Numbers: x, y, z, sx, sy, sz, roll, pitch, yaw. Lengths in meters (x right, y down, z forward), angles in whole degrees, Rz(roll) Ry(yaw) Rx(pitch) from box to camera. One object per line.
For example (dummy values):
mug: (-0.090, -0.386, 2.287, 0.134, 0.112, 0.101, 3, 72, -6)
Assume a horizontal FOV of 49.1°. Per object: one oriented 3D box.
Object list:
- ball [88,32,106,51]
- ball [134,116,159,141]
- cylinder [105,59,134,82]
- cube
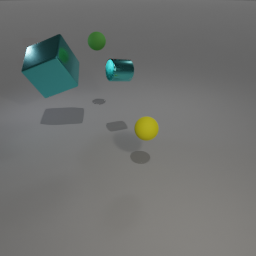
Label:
ball: (-1.201, -3.340, 10.770, 0.700, 0.700, 0.700, 0, 28, 0)
ball: (0.532, 0.017, 8.074, 0.700, 0.700, 0.700, 0, 28, 0)
cylinder: (-0.268, -1.835, 8.926, 0.700, 0.700, 0.700, -5, 27, -28)
cube: (-2.688, -2.178, 9.969, 1.400, 1.400, 1.400, -18, 49, 14)
